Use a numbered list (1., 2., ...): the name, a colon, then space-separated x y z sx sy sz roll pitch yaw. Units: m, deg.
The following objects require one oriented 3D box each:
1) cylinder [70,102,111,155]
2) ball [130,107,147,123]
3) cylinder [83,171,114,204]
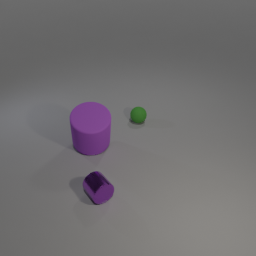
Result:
1. cylinder: -1.314 0.032 9.950 1.400 1.400 1.400 3 53 -4
2. ball: 0.445 -0.560 11.892 0.700 0.700 0.700 0 32 0
3. cylinder: -0.873 1.747 8.248 0.700 0.700 0.700 -20 37 -29
